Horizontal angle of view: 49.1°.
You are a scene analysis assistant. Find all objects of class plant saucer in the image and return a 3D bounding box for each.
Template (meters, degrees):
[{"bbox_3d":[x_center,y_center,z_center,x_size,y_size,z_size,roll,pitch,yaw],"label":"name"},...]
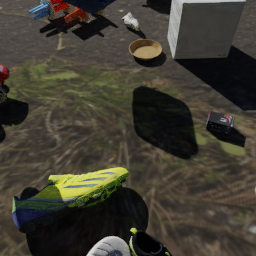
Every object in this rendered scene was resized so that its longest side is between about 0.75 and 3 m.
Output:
[{"bbox_3d":[0.710,-3.174,11.502,1.344,0.238,1.344,0,50,0],"label":"plant saucer"}]

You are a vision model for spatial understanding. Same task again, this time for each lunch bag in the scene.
[{"bbox_3d":[-1.297,-4.719,9.335,1.423,2.094,1.386,-18,84,33],"label":"lunch bag"}]

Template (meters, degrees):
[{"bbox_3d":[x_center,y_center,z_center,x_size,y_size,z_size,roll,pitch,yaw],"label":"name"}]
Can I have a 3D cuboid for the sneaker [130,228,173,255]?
[{"bbox_3d":[0.684,2.900,6.030,1.808,0.749,0.648,34,58,25],"label":"sneaker"}]

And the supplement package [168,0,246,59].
[{"bbox_3d":[2.889,-4.196,10.967,2.262,2.365,1.740,-3,50,-3],"label":"supplement package"}]

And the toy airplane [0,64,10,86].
[{"bbox_3d":[-5.642,-1.793,9.332,2.522,1.780,2.511,31,57,23],"label":"toy airplane"}]

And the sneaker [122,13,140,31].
[{"bbox_3d":[0.137,-4.749,12.747,0.522,0.484,1.288,-25,50,-6],"label":"sneaker"}]

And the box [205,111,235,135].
[{"bbox_3d":[2.906,-0.163,8.845,0.771,0.409,0.471,16,51,14],"label":"box"}]

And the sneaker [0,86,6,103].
[{"bbox_3d":[-3.718,-1.298,6.343,1.667,2.308,0.877,34,66,29],"label":"sneaker"}]

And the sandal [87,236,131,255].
[{"bbox_3d":[-0.770,3.435,5.558,1.135,0.685,2.789,45,41,-14],"label":"sandal"}]

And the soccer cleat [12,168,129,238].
[{"bbox_3d":[-1.405,1.531,7.000,2.989,0.966,1.250,-23,62,-16],"label":"soccer cleat"}]

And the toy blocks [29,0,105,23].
[{"bbox_3d":[-2.849,-5.493,12.949,2.369,1.032,2.842,36,58,27],"label":"toy blocks"}]
